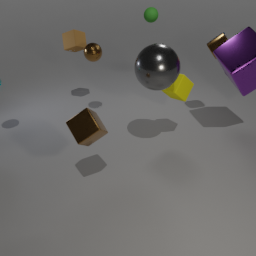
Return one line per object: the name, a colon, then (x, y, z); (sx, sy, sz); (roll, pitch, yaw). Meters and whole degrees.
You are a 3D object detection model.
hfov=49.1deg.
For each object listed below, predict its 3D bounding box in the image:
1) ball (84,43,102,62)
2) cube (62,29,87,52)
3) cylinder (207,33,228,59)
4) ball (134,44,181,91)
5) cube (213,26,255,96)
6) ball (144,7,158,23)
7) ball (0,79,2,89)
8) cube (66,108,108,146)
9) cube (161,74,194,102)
ball: (-1.319, -2.850, 10.551); (0.700, 0.700, 0.700); (0, 31, 0)
cube: (-2.245, -3.652, 11.778); (0.700, 0.700, 0.700); (-6, 2, 33)
cylinder: (3.397, -3.034, 10.385); (0.700, 0.700, 0.700); (-32, 21, 24)
ball: (0.892, -1.845, 8.540); (1.400, 1.400, 1.400); (0, 31, 0)
cube: (4.039, -2.248, 9.568); (1.400, 1.400, 1.400); (-34, 46, 18)
ball: (1.109, -5.445, 13.481); (0.700, 0.700, 0.700); (0, 31, 0)
ball: (-4.711, -1.522, 9.598); (0.700, 0.700, 0.700); (0, 31, 0)
cube: (-1.068, -0.009, 7.387); (0.700, 0.700, 0.700); (-34, 76, 7)
cube: (1.685, -1.413, 9.601); (0.700, 0.700, 0.700); (29, -4, -43)
